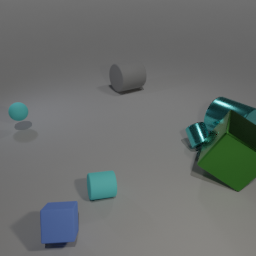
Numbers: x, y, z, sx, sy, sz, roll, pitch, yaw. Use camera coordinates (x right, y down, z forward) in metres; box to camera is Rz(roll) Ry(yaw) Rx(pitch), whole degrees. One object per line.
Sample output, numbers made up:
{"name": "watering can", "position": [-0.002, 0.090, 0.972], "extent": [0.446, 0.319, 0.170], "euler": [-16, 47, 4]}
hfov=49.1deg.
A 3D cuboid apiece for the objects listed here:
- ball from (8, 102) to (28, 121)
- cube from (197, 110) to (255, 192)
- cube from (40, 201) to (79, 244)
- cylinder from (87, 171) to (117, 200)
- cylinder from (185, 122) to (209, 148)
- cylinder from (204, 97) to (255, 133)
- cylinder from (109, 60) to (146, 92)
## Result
{"name": "ball", "position": [-4.105, -0.610, 10.489], "extent": [0.700, 0.700, 0.700], "euler": [0, 29, 0]}
{"name": "cube", "position": [3.034, 0.619, 7.958], "extent": [1.400, 1.400, 1.400], "euler": [33, 37, 4]}
{"name": "cube", "position": [-1.490, 2.052, 6.168], "extent": [0.700, 0.700, 0.700], "euler": [-2, -1, -3]}
{"name": "cylinder", "position": [-0.707, 1.524, 7.496], "extent": [0.700, 0.700, 0.700], "euler": [-4, 29, -16]}
{"name": "cylinder", "position": [2.396, 0.250, 9.539], "extent": [0.700, 0.700, 0.700], "euler": [-11, 70, -18]}
{"name": "cylinder", "position": [3.702, -0.263, 10.036], "extent": [1.400, 1.400, 1.400], "euler": [-21, 35, -33]}
{"name": "cylinder", "position": [-0.017, -2.638, 14.228], "extent": [1.400, 1.400, 1.400], "euler": [-16, 33, -29]}
